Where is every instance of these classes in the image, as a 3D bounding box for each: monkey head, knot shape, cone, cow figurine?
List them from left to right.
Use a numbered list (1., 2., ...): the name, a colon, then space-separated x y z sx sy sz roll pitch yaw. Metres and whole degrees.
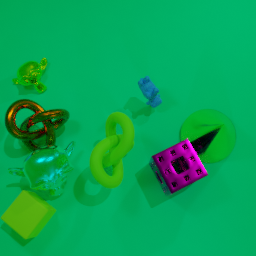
1. monkey head: -2.766 -1.491 8.175 1.219 0.877 0.735 -34 40 1
2. knot shape: -2.352 0.047 7.319 1.599 1.496 0.739 1 32 -23
3. monkey head: -1.976 1.068 7.027 1.795 1.291 1.081 -24 58 -19
4. knot shape: -0.341 0.572 6.928 0.819 1.658 1.772 17 79 4
5. cow figurine: 0.593 -0.983 7.673 0.485 0.870 0.884 -34 90 1
6. cone: 2.206 0.067 7.076 1.528 1.534 1.528 -1 79 3

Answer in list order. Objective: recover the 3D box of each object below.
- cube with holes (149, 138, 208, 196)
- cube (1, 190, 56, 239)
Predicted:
1. cube with holes: 1.233 1.034 7.149 1.003 1.003 1.003 -25 75 -7
2. cube: -2.424 2.128 6.925 0.812 0.812 0.812 35 77 10
